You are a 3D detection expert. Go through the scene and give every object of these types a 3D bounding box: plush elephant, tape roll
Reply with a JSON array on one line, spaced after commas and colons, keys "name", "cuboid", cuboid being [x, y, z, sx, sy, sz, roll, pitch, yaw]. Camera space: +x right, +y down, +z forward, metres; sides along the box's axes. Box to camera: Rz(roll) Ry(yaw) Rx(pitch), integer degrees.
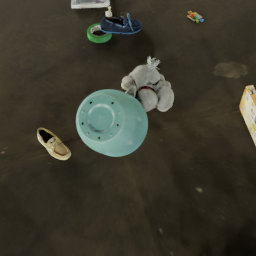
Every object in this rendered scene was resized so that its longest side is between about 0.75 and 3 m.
[{"name": "plush elephant", "cuboid": [0.534, -1.024, 8.319, 1.543, 1.873, 1.450, 9, 74, -2]}, {"name": "tape roll", "cuboid": [-1.106, -3.690, 10.871, 0.942, 0.226, 0.942, 0, 55, 0]}]

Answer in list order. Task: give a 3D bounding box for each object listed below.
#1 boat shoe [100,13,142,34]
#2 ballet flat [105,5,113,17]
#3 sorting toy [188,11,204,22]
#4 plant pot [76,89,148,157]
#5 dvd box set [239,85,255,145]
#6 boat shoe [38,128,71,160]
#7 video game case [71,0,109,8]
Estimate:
[{"name": "boat shoe", "cuboid": [-0.199, -3.971, 10.706, 1.710, 0.587, 0.720, -15, 59, -26]}, {"name": "ballet flat", "cuboid": [-0.792, -4.720, 11.532, 0.324, 0.326, 0.954, 0, 55, -2]}, {"name": "sorting toy", "cuboid": [2.773, -4.651, 11.613, 0.475, 0.115, 0.844, -29, 60, -19]}, {"name": "plant pot", "cuboid": [-0.467, -0.160, 6.974, 1.771, 1.421, 1.771, -1, 85, 11]}, {"name": "dvd box set", "cuboid": [3.513, -0.275, 7.725, 0.219, 1.090, 1.489, -12, 59, 4]}, {"name": "boat shoe", "cuboid": [-2.124, 0.434, 7.865, 1.246, 0.414, 0.461, 32, 61, 21]}, {"name": "video game case", "cuboid": [-1.665, -5.810, 12.380, 1.631, 0.191, 1.483, -4, 55, -3]}]
